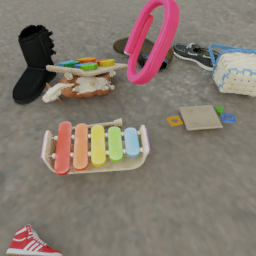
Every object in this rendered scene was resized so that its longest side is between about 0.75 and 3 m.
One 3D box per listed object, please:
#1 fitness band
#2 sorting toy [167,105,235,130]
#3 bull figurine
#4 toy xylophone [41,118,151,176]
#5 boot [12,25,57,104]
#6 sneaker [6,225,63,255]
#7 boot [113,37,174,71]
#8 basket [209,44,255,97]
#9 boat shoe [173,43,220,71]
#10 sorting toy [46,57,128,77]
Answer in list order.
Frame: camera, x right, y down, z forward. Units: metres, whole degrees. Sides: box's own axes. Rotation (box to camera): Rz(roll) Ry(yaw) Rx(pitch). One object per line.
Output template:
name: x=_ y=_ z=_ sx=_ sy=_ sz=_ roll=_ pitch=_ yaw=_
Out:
fitness band: x=0.424 y=-1.813 z=5.851 sx=0.345 sy=1.842 sz=1.323 roll=12 pitch=25 yaw=-27
sorting toy: x=2.313 y=-0.291 z=9.071 sx=2.176 sy=0.296 sz=1.225 roll=-4 pitch=40 yaw=-5
bull figurine: x=-1.610 y=-1.418 z=9.489 sx=2.555 sy=0.832 sz=1.551 roll=-13 pitch=4 yaw=-22
toy xylophone: x=-0.928 y=0.403 z=8.019 sx=2.984 sy=0.750 sz=2.185 roll=-9 pitch=45 yaw=-10
boot: x=-3.398 y=-2.297 z=9.859 sx=0.912 sy=2.020 sz=2.465 roll=16 pitch=48 yaw=14
sneaker: x=-1.968 y=2.505 z=6.118 sx=1.219 sy=0.434 sz=0.685 roll=3 pitch=48 yaw=6
boot: x=0.573 y=-3.008 z=11.347 sx=2.565 sy=0.958 sz=1.243 roll=7 pitch=43 yaw=5
basket: x=3.909 y=-2.223 z=10.081 sx=1.896 sy=1.496 sz=2.151 roll=8 pitch=56 yaw=1
boat shoe: x=2.839 y=-3.169 z=11.685 sx=2.284 sy=0.689 sz=0.864 roll=31 pitch=52 yaw=27
sorting toy: x=-1.424 y=-2.251 z=10.098 sx=2.128 sy=0.419 sz=2.299 roll=15 pitch=24 yaw=38
